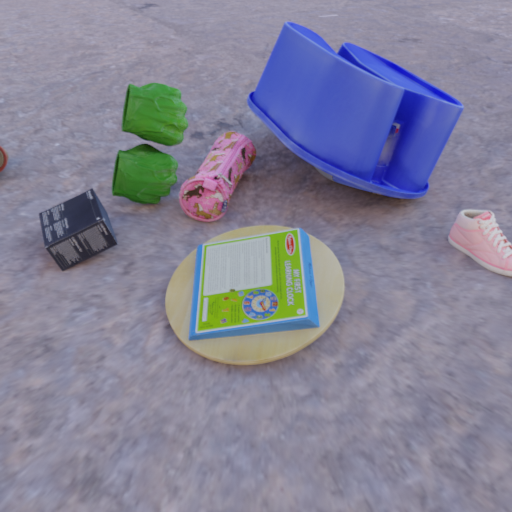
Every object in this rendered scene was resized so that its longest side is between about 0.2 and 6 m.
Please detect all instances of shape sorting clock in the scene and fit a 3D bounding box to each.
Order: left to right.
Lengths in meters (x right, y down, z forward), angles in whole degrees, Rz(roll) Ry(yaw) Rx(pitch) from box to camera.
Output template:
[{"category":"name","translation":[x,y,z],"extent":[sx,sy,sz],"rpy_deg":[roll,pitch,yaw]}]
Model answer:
[{"category":"shape sorting clock","translation":[-0.033,0.545,9.162],"extent":[2.934,0.576,2.934],"rpy_deg":[-9,44,9]}]

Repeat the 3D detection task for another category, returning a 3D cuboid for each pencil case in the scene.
[{"category":"pencil case","translation":[-0.770,-1.757,11.977],"extent":[1.099,1.052,2.540],"rpy_deg":[-5,32,19]}]

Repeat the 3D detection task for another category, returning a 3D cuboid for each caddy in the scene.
[{"category":"caddy","translation":[1.958,-3.076,12.526],"extent":[3.637,2.701,5.145],"rpy_deg":[5,32,-30]}]

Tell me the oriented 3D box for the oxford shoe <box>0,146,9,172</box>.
[{"category":"oxford shoe","translation":[-6.999,-1.924,12.596],"extent":[2.812,0.991,1.052],"rpy_deg":[-10,13,-13]}]

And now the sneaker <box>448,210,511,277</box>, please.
[{"category":"sneaker","translation":[4.300,-0.299,10.258],"extent":[0.606,0.842,1.610],"rpy_deg":[-23,43,-31]}]

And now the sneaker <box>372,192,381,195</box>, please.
[{"category":"sneaker","translation":[2.688,-2.469,12.672],"extent":[0.989,1.416,2.846],"rpy_deg":[-11,37,-15]}]

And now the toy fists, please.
[{"category":"toy fists","translation":[-2.149,-2.256,11.440],"extent":[1.268,2.487,0.855],"rpy_deg":[7,19,-22]}]

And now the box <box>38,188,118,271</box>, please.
[{"category":"box","translation":[-3.321,-0.506,10.439],"extent":[1.135,0.649,1.246],"rpy_deg":[-27,41,-5]}]
